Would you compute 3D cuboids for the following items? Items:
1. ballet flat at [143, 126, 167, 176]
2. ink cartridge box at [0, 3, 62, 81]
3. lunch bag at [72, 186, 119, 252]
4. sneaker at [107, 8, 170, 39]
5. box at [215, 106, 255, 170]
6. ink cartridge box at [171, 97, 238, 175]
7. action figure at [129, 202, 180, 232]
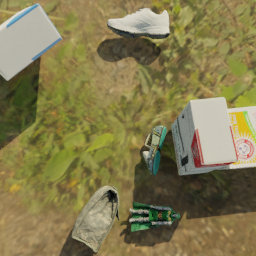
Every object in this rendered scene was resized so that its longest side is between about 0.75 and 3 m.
[{"bbox_3d":[0.722,0.643,8.180,0.584,0.584,1.575,16,62,4],"label":"ballet flat"},{"bbox_3d":[-3.201,-2.498,8.027,1.862,2.576,1.090,-41,123,-10],"label":"ink cartridge box"},{"bbox_3d":[-0.727,2.239,7.376,0.896,1.250,1.525,33,78,-3],"label":"lunch bag"},{"bbox_3d":[0.350,-3.400,9.093,2.064,0.769,0.899,4,94,0],"label":"sneaker"},{"bbox_3d":[3.791,0.250,7.797,2.849,1.444,1.603,-5,81,-2],"label":"box"},{"bbox_3d":[1.895,0.333,7.440,0.914,2.183,1.575,-5,74,-4],"label":"ink cartridge box"},{"bbox_3d":[0.712,2.338,7.462,1.347,0.368,0.795,-6,69,17],"label":"action figure"}]
